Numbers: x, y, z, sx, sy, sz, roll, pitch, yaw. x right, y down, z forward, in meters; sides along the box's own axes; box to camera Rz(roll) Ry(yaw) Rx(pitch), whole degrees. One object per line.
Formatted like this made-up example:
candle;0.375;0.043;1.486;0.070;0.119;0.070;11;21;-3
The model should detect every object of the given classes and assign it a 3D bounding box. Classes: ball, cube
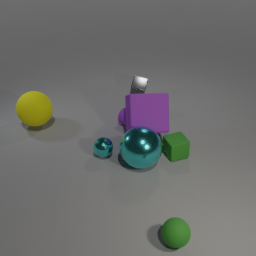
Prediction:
ball;1.154;2.514;6.738;0.700;0.700;0.700;0;31;0
cube;0.681;-0.570;10.463;1.400;1.400;1.400;-2;6;-7
cube;0.523;-2.007;13.628;0.700;0.700;0.700;14;66;1
ball;0.431;0.639;9.207;1.400;1.400;1.400;0;31;0
ball;-0.861;0.662;9.748;0.700;0.700;0.700;0;31;0
ball;-3.754;-0.771;11.261;1.400;1.400;1.400;0;31;0
cube;1.684;0.646;9.803;0.700;0.700;0.700;-14;35;-13

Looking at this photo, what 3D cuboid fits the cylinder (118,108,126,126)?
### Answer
cylinder;0.061;-0.413;11.612;0.700;0.700;0.700;27;40;36
